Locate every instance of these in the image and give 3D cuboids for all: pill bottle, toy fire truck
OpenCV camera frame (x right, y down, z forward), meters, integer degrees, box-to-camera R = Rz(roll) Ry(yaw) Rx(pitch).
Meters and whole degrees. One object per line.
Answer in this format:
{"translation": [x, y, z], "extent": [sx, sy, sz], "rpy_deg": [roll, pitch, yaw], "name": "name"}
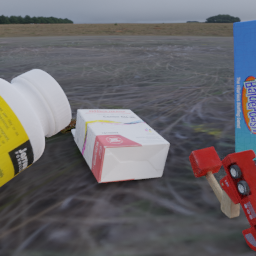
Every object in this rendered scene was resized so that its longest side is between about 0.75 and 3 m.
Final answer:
{"translation": [-2.369, 0.190, 4.341], "extent": [1.627, 1.627, 2.924], "rpy_deg": [18, 43, 37], "name": "pill bottle"}
{"translation": [1.578, 0.955, 4.161], "extent": [0.435, 1.259, 1.785], "rpy_deg": [-11, 63, -14], "name": "toy fire truck"}

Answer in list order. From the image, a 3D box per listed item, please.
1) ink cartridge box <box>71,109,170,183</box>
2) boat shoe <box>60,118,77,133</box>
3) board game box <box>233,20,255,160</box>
{"translation": [-0.320, 0.175, 5.962], "extent": [1.342, 0.777, 2.303], "rpy_deg": [-1, 23, -26], "name": "ink cartridge box"}
{"translation": [-1.277, -0.073, 7.450], "extent": [1.064, 0.383, 0.362], "rpy_deg": [-10, 66, -7], "name": "boat shoe"}
{"translation": [2.794, -0.762, 5.835], "extent": [0.641, 2.848, 2.166], "rpy_deg": [5, 22, 34], "name": "board game box"}
